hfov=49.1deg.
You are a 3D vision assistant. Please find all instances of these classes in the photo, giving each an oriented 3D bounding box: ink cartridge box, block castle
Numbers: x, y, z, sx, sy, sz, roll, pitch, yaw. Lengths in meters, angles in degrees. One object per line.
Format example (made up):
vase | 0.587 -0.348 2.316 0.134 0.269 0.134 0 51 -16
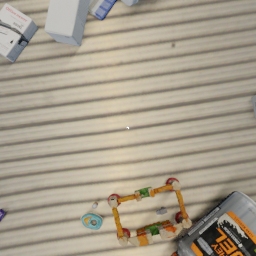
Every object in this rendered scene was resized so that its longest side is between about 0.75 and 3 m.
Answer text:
ink cartridge box | -4.012 -3.223 9.509 1.113 0.648 1.539 33 85 3
block castle | 0.658 2.587 8.703 2.382 1.118 1.592 -15 82 -2

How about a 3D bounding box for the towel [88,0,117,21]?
towel | -1.278 -4.693 9.894 1.691 0.201 1.242 33 83 1

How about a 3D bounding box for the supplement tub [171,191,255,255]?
supplement tub | 2.763 3.443 8.251 2.953 1.809 1.809 -41 86 -4

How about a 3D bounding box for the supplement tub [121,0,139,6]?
supplement tub | 0.787 -5.540 9.051 2.857 2.005 2.005 -35 85 -3

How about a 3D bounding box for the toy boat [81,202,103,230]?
toy boat | -1.140 2.826 9.020 0.734 0.406 0.873 12 85 2

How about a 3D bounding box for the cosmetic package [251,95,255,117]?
cosmetic package | 4.964 -0.831 9.292 1.406 0.597 0.757 -7 83 -1

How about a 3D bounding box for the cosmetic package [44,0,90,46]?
cosmetic package | -1.832 -4.162 9.077 0.930 1.324 2.610 12 93 2

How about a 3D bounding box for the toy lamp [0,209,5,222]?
toy lamp | -4.466 3.155 8.994 0.374 0.374 1.286 41 90 4
